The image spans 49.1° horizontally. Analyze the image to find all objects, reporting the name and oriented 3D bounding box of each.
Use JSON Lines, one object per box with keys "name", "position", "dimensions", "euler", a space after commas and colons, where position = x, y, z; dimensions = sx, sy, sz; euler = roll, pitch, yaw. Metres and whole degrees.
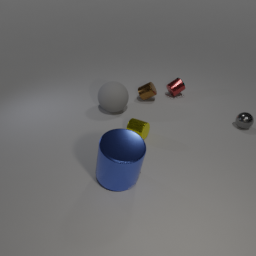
{"name": "ball", "position": [4.813, -0.308, 11.561], "dimensions": [0.700, 0.700, 0.700], "euler": [0, 32, 0]}
{"name": "cylinder", "position": [0.399, 0.028, 11.006], "dimensions": [0.700, 0.700, 0.700], "euler": [19, 37, 26]}
{"name": "cylinder", "position": [0.944, -1.797, 13.666], "dimensions": [0.700, 0.700, 0.700], "euler": [-23, 24, 25]}
{"name": "cylinder", "position": [-0.248, 0.974, 8.585], "dimensions": [1.400, 1.400, 1.400], "euler": [6, 43, -6]}
{"name": "ball", "position": [-0.668, -1.412, 12.647], "dimensions": [1.400, 1.400, 1.400], "euler": [0, 32, 0]}
{"name": "cylinder", "position": [2.410, -2.060, 14.122], "dimensions": [0.700, 0.700, 0.700], "euler": [-34, 38, -3]}
